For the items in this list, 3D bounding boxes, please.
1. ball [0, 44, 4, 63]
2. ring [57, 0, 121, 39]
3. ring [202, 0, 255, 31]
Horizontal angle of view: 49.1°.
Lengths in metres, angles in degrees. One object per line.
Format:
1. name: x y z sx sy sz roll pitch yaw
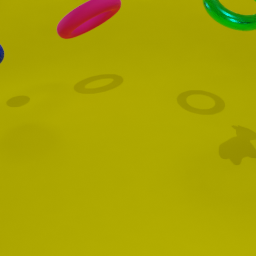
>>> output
1. ball: -3.762 -2.031 7.569 0.768 0.768 0.768 0 33 0
2. ring: -1.130 -3.222 8.166 2.072 0.414 2.072 -27 12 6
3. ring: 2.440 -2.788 6.191 1.615 0.323 1.615 2 63 -5
